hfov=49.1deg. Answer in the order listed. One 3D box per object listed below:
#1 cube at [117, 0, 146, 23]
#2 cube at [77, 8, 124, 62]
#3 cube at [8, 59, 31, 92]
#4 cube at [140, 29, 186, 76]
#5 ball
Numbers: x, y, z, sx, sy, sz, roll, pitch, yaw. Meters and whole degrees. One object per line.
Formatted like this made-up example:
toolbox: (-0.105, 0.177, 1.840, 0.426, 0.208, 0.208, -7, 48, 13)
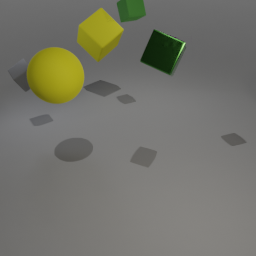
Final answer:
cube: (0.116, -4.212, 9.907, 0.700, 0.700, 0.700, -19, 13, -26)
cube: (-1.272, -4.124, 12.529, 1.400, 1.400, 1.400, 44, 71, -1)
cube: (-3.641, -1.854, 9.864, 0.700, 0.700, 0.700, -39, 54, -5)
cube: (0.757, -1.564, 5.921, 0.700, 0.700, 0.700, 26, 13, 8)
ball: (-1.812, -1.310, 7.066, 1.400, 1.400, 1.400, 0, 30, 0)
